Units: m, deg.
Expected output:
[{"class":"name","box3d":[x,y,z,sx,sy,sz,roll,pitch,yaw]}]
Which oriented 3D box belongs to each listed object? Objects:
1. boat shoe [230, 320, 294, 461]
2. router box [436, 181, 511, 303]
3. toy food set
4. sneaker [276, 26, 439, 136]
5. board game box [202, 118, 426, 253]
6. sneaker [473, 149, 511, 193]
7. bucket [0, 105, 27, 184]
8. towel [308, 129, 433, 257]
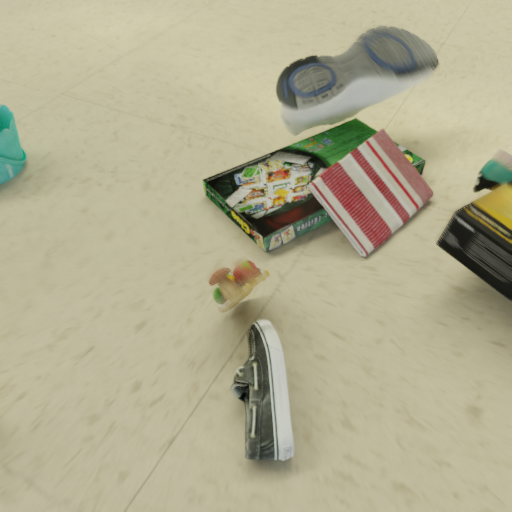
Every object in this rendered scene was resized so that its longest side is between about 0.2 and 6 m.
[{"class":"boat shoe","box3d":[0.016,1.617,7.076,0.683,0.694,1.925,-2,46,-8]},{"class":"router box","box3d":[4.285,0.072,8.038,2.087,0.693,2.654,-24,56,-38]},{"class":"toy food set","box3d":[-0.291,0.343,7.794,0.877,1.490,0.487,-39,84,-3]},{"class":"sneaker","box3d":[1.935,-3.420,11.084,3.438,1.497,1.281,-18,72,-9]},{"class":"board game box","box3d":[1.118,-1.466,10.471,3.780,0.443,1.981,-26,48,-24]},{"class":"sneaker","box3d":[4.803,-0.800,9.590,2.293,0.916,0.818,42,17,16]},{"class":"bucket","box3d":[-5.241,-2.103,10.668,1.601,1.041,1.601,0,45,0]},{"class":"towel","box3d":[2.025,-1.127,9.721,2.158,0.245,1.554,-38,90,-30]}]
